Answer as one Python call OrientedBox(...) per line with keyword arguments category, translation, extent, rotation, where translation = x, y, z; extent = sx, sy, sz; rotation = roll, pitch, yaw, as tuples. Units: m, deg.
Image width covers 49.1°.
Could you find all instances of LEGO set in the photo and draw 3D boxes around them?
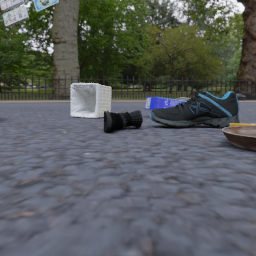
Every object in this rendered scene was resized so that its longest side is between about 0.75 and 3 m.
OrientedBox(category="LEGO set", translation=(-2.407, -3.557, 7.440), extent=(1.993, 1.488, 0.489), rotation=(-22, -19, 4))

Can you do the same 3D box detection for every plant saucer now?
OrientedBox(category="plant saucer", translation=(2.869, 0.209, 5.422), extent=(2.007, 0.322, 2.007), rotation=(0, 8, 0))

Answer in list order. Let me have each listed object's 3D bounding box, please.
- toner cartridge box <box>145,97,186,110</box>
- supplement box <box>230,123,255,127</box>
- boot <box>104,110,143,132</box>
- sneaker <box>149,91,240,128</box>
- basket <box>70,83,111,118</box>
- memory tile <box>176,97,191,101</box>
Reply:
OrientedBox(category="toner cartridge box", translation=(2.226, -0.930, 12.328), extent=(2.678, 0.578, 1.272), rotation=(6, 6, -19))
OrientedBox(category="supplement box", translation=(3.028, 0.018, 7.201), extent=(0.791, 0.263, 0.272), rotation=(3, 7, 15))
OrientedBox(category="boot", translation=(-0.118, -0.214, 7.818), extent=(1.119, 0.563, 1.497), rotation=(0, 7, -5))
OrientedBox(category="sneaker", translation=(2.015, -0.581, 8.598), extent=(2.722, 1.115, 0.997), rotation=(-1, 7, -1))
OrientedBox(category="basket", translation=(-1.594, -1.187, 12.179), extent=(1.453, 1.467, 1.179), rotation=(4, 6, 29))
OrientedBox(category="memory tile", translation=(3.194, -1.235, 13.147), extent=(1.781, 0.149, 1.365), rotation=(6, 2, -3))
